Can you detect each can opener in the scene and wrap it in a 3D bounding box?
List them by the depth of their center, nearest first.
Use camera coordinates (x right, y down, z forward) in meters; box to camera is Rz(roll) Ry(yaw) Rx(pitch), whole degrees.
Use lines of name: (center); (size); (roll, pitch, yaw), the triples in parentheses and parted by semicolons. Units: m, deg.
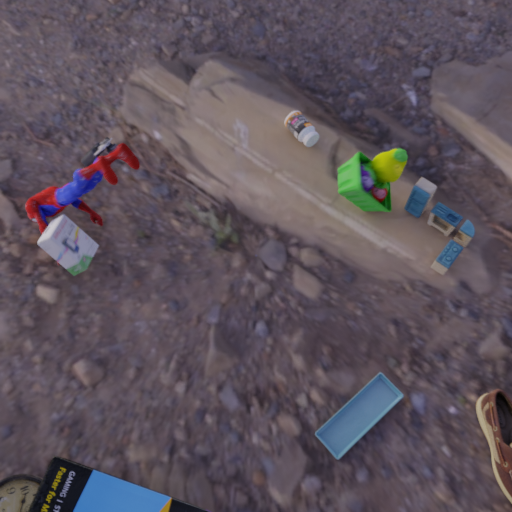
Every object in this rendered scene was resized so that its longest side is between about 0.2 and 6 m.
can opener: (-3.328, -2.166, 12.011); (0.450, 1.347, 0.359); (42, 62, -21)

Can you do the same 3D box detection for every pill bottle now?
pill bottle: (1.042, -2.869, 12.686); (0.465, 0.465, 0.800); (-32, 67, -15)

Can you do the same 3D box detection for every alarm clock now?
alarm clock: (-3.597, 4.076, 8.959); (1.806, 0.601, 1.218); (-16, 73, -18)

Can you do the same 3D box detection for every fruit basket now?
fruit basket: (2.474, -1.567, 11.330); (1.409, 1.409, 1.016); (2, 68, 1)

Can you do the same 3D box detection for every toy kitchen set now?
toy kitchen set: (3.535, -0.580, 11.261); (1.499, 0.883, 1.201); (36, 68, 18)

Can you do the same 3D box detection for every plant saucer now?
plant saucer: (1.828, 2.822, 9.911); (1.676, 0.159, 0.586); (-37, 68, -18)

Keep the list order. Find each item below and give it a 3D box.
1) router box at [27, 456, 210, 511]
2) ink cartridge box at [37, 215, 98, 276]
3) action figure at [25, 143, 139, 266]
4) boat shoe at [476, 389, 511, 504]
router box: (-2.429, 5.096, 8.014); (2.674, 0.915, 3.585); (21, 64, -4)
ink cartridge box: (-3.648, -0.209, 10.903); (0.425, 0.971, 0.705); (-24, 34, 31)
action figure: (-3.362, -0.885, 10.871); (3.117, 1.543, 1.017); (-15, 21, 38)
boat shoe: (4.380, 3.276, 9.313); (0.780, 0.778, 2.161); (-10, 63, -5)
